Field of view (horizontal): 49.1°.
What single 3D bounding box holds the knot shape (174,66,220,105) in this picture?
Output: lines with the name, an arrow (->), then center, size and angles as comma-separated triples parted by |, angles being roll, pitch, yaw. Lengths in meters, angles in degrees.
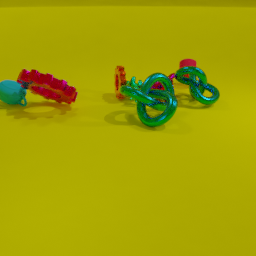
knot shape -> 2.635, -1.721, 10.870 | 1.894, 0.875, 1.773 | 43, 12, -9

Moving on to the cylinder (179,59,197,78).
cylinder -> 2.675, -2.594, 12.560 | 0.767, 0.767, 0.767 | 5, -14, 1

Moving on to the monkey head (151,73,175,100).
monkey head -> 1.276, -1.725, 11.316 | 1.504, 0.906, 1.082 | -28, 39, -20

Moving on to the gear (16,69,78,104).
gear -> -2.843, -1.429, 9.954 | 2.060, 0.381, 2.060 | 15, -12, 3

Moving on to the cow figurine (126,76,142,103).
cow figurine -> 0.183, -1.434, 10.898 | 0.614, 1.101, 1.119 | 25, -22, -24

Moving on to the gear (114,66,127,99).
gear -> -0.317, -1.810, 11.125 | 0.238, 1.286, 1.286 | -3, 26, -14

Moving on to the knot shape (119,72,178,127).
knot shape -> 0.649, -1.038, 9.295 | 1.942, 0.959, 2.075 | 15, 47, 1

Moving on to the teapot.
teapot -> -4.481, -1.319, 10.631 | 1.707, 0.836, 1.061 | 30, 24, 15
